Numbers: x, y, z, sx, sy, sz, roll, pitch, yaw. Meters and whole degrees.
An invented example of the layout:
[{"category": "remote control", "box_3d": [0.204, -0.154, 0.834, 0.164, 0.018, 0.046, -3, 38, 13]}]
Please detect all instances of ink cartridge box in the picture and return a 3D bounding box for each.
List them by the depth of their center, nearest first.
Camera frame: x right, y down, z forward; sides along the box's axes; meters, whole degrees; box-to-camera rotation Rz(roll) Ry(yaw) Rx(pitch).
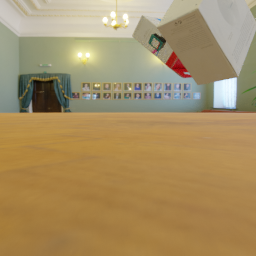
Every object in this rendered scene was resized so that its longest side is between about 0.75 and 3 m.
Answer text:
[{"category": "ink cartridge box", "box_3d": [1.558, -2.850, 9.852, 2.568, 0.863, 1.492, 46, 35, 22]}]

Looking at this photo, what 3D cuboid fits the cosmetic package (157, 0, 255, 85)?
[{"category": "cosmetic package", "box_3d": [2.458, -3.021, 8.353, 1.474, 2.390, 2.397, -6, -43, 50]}]
